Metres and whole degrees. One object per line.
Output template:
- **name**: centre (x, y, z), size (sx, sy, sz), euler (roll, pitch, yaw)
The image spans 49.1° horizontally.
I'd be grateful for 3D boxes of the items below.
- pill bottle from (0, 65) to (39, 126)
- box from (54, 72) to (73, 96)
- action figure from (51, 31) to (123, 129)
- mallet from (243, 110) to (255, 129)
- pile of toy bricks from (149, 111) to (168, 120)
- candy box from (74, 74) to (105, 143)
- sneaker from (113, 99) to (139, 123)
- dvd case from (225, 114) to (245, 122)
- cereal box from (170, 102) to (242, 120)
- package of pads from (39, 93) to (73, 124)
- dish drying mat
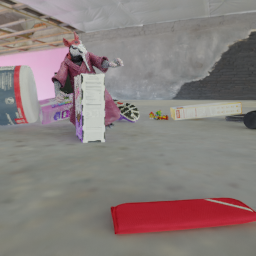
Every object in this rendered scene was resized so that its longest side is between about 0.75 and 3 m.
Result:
- **pill bottle**: centre (-4.341, -0.895, 8.367), size (2.970, 1.776, 1.776), euler (-6, 8, -9)
- **box**: centre (-2.914, -1.821, 14.642), size (1.597, 2.150, 1.336), euler (0, 7, -2)
- **action figure**: centre (-1.105, -1.327, 7.795), size (1.855, 2.769, 2.062), euler (-16, 31, -6)
- **mallet**: centre (4.585, -0.088, 7.702), size (0.919, 0.575, 2.792), euler (-5, 12, -35)
- **pile of toy bricks**: centre (1.287, -0.549, 11.534), size (0.453, 0.403, 0.816), euler (-7, 10, -44)
- **candy box**: centre (-0.917, -0.494, 6.584), size (0.538, 1.504, 1.262), euler (-2, 7, -16)
- **sneaker**: centre (-0.226, -0.575, 10.860), size (0.718, 0.743, 1.782), euler (-31, 39, -30)
- **dvd case**: centre (5.549, -0.396, 10.969), size (2.951, 0.236, 2.194), euler (-7, 10, -43)
- **cereal box**: centre (3.146, -0.731, 11.730), size (2.621, 0.518, 1.886), euler (-6, 6, 6)
- **package of pads**: centre (-2.278, -0.676, 9.580), size (1.488, 0.563, 0.896), euler (-17, -21, -25)
- **dish drying mat**: centre (0.461, 0.730, 2.404), size (1.193, 0.109, 0.458), euler (-1, 8, -8)
